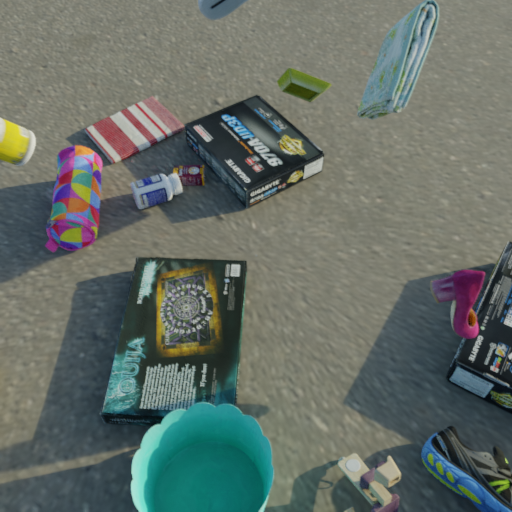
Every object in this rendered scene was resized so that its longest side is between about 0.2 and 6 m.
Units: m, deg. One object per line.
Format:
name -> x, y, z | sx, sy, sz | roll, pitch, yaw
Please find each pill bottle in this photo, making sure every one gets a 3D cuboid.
pill bottle -> -2.141, -1.427, 12.083 | 1.003, 0.600, 0.600 | -18, 54, -14
pill bottle -> -4.259, -1.935, 9.088 | 0.639, 1.137, 0.639 | -12, 70, 35

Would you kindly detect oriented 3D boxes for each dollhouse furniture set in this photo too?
dollhouse furniture set -> 1.136, 3.390, 8.059 | 1.511, 1.197, 1.072 | -22, 39, -21

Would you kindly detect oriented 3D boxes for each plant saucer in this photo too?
plant saucer -> 0.765, -2.792, 9.295 | 0.760, 0.761, 0.182 | 17, 86, -13

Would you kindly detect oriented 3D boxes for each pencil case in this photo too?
pencil case -> -3.794, -1.218, 11.684 | 1.050, 1.050, 2.375 | -3, 51, -3

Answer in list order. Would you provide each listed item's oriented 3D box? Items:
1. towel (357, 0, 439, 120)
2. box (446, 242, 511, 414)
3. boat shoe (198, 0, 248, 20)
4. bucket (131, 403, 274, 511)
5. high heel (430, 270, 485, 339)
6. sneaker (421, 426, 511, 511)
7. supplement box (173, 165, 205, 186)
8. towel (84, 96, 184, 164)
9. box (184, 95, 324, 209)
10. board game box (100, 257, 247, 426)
towel -> 2.602, -3.578, 10.512 | 0.486, 1.726, 2.017 | 20, 94, -11
box -> 5.065, 1.405, 9.781 | 2.461, 0.712, 3.096 | 25, 56, 19
boat shoe -> -0.089, -5.272, 10.443 | 2.313, 0.833, 0.718 | -21, 52, 15
bucket -> -0.725, 3.231, 7.979 | 2.019, 1.314, 2.019 | 0, 51, 0
high heel -> 3.205, 0.731, 8.260 | 0.760, 1.584, 0.534 | -17, 41, 32
sneaker -> 3.560, 3.349, 8.204 | 2.247, 0.797, 0.931 | 36, 66, 28
supplement box -> -1.506, -1.806, 12.574 | 0.693, 0.297, 0.382 | -1, 52, 0
towel -> -2.953, -3.063, 13.627 | 1.997, 0.227, 1.439 | -32, 61, -21
box -> -0.072, -2.482, 12.895 | 2.126, 0.615, 2.675 | -28, 57, -20
board game box -> -1.333, 1.415, 9.948 | 2.177, 0.453, 3.218 | 3, 52, 2
